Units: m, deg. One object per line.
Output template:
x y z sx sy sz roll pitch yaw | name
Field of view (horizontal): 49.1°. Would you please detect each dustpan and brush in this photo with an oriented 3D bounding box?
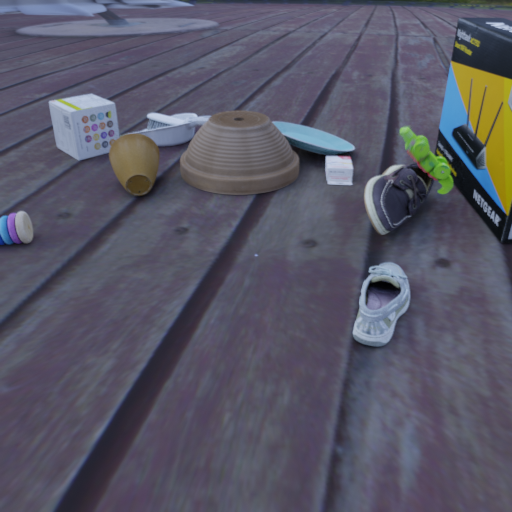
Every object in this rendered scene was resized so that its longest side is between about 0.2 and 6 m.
-1.877 -3.200 13.781 2.762 0.791 1.928 17 34 26 | dustpan and brush

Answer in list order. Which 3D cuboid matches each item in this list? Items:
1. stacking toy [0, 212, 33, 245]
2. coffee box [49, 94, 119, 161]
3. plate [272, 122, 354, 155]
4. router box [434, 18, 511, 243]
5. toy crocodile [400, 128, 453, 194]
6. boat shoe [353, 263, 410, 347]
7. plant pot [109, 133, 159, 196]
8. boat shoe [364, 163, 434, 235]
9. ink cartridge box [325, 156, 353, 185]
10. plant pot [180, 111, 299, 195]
-4.413 -0.371 9.277 1.270 0.542 0.542 -10 31 -4 | stacking toy
-4.007 -3.054 13.172 1.133 1.144 1.146 -24 38 -35 | coffee box
1.277 -2.702 13.092 2.070 0.265 2.070 13 24 -6 | plate
4.539 -2.517 10.337 1.047 3.059 4.101 0 29 0 | router box
2.865 -1.617 9.424 1.362 0.421 0.460 42 27 -15 | toy crocodile
1.715 0.525 7.562 0.639 0.556 1.734 13 33 22 | boat shoe
-2.391 -1.728 11.175 1.025 1.025 1.100 -7 42 -12 | plant pot
2.618 -1.150 9.967 0.818 0.908 2.523 -19 12 34 | boat shoe
1.758 -1.810 11.861 0.541 0.313 0.929 1 31 2 | ink cartridge box
-0.345 -2.336 11.907 2.588 1.194 2.588 1 31 -1 | plant pot
